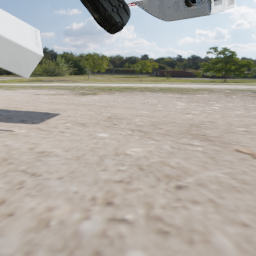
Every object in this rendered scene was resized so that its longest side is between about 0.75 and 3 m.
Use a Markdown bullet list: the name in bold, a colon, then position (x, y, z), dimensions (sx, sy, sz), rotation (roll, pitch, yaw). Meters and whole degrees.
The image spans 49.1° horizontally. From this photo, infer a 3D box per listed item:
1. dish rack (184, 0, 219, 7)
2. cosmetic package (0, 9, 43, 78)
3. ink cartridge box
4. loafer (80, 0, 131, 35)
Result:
- **dish rack**: position (1.276, -2.425, 4.743), dimensions (0.861, 0.660, 0.235), rotation (-18, 5, -16)
- **cosmetic package**: position (-3.859, -2.634, 7.605), dimensions (2.826, 1.007, 1.434), rotation (21, 36, -41)
- **ink cartridge box**: position (1.115, -3.167, 7.397), dimensions (2.844, 0.672, 2.277), rotation (3, 26, 33)
- **loafer**: position (-0.819, -2.883, 5.595), dimensions (0.764, 2.250, 0.790), rotation (-39, 9, -25)
